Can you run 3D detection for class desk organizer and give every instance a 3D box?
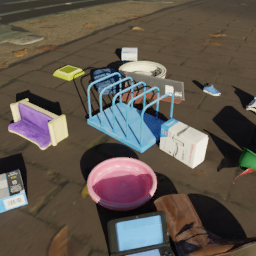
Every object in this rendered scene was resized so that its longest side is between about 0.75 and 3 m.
[{"bbox_3d":[1.051,-1.621,12.459,2.655,1.022,0.952,9,64,-13],"label":"desk organizer"}]

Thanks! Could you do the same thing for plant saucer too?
[{"bbox_3d":[-3.244,-3.075,15.302,1.258,0.302,1.260,21,40,28],"label":"plant saucer"},{"bbox_3d":[-0.176,1.651,8.119,1.983,0.503,1.983,1,34,-1],"label":"plant saucer"}]

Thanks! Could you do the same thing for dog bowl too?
[{"bbox_3d":[0.714,-2.516,13.973,2.366,0.872,2.366,0,35,0],"label":"dog bowl"}]

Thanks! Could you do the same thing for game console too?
[{"bbox_3d":[0.330,2.702,6.263,1.431,0.833,1.258,-7,34,-10],"label":"game console"}]

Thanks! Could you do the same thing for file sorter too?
[{"bbox_3d":[0.067,-0.752,10.584,2.839,1.742,1.970,27,43,33],"label":"file sorter"}]

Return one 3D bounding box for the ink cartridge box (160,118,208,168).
[{"bbox_3d":[1.817,0.488,9.331,0.616,1.066,1.461,-28,42,-34],"label":"ink cartridge box"}]

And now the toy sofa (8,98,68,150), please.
[{"bbox_3d":[-3.462,-0.200,10.442,2.353,0.975,1.148,23,39,30],"label":"toy sofa"}]

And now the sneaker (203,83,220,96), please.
[{"bbox_3d":[4.015,-1.888,13.374,0.337,0.488,0.877,-27,43,-34],"label":"sneaker"}]

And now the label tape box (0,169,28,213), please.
[{"bbox_3d":[-3.628,1.680,8.068,1.120,0.517,1.564,-16,39,-21],"label":"label tape box"}]

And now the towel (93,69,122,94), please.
[{"bbox_3d":[-1.047,-2.398,14.020,1.269,0.551,2.272,-7,34,-10],"label":"towel"}]

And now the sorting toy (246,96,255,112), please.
[{"bbox_3d":[5.754,-0.969,12.059,1.144,0.679,1.271,-35,44,-14],"label":"sorting toy"}]

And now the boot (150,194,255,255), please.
[{"bbox_3d":[1.884,2.359,6.975,2.120,0.731,2.275,-9,30,-16],"label":"boot"}]

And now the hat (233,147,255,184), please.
[{"bbox_3d":[3.696,1.318,8.905,1.273,1.120,1.054,34,5,-28],"label":"hat"}]

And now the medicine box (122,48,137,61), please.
[{"bbox_3d":[0.093,-4.545,17.280,0.935,0.528,1.027,1,34,2],"label":"medicine box"}]
